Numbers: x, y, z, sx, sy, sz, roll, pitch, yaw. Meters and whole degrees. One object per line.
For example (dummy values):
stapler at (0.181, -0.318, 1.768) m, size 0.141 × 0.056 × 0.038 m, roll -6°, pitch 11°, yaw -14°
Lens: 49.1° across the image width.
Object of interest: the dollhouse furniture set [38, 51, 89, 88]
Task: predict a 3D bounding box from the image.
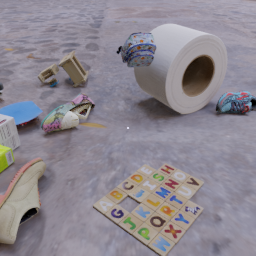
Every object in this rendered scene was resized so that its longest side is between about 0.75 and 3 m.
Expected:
dollhouse furniture set at (-2.725, -2.301, 11.983) m, size 1.632 × 1.150 × 1.144 m, roll -25°, pitch 27°, yaw 15°

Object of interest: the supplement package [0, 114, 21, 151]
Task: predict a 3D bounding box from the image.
supplement package at (-3.777, 0.121, 7.864) m, size 1.190 × 0.927 × 0.660 m, roll 13°, pitch 34°, yaw 21°

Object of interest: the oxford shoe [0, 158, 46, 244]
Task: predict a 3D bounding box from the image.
oxford shoe at (-2.228, 1.506, 5.997) m, size 0.847 × 0.812 × 2.295 m, roll 28°, pitch 32°, yaw -4°

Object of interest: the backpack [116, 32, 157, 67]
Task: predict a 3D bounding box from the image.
backpack at (0.335, -2.339, 8.373) m, size 1.116 × 1.063 × 0.860 m, roll -13°, pitch 71°, yaw -17°

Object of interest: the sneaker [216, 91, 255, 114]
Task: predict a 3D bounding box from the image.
sneaker at (3.861, -0.852, 9.697) m, size 1.752 × 0.695 × 0.837 m, roll -16°, pitch 37°, yaw -23°

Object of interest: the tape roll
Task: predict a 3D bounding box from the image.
tape roll at (1.815, -2.077, 9.743) m, size 2.720 × 2.720 × 1.867 m, roll -18°, pitch 35°, yaw -27°

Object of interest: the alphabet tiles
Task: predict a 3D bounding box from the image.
alphabet tiles at (0.675, 1.577, 6.311) m, size 1.896 × 0.086 × 2.268 m, roll 24°, pitch 39°, yaw 34°

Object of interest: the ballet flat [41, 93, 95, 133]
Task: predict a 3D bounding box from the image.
ballet flat at (-1.782, -0.452, 9.083) m, size 0.811 × 0.788 × 2.280 m, roll 28°, pitch 37°, yaw 12°

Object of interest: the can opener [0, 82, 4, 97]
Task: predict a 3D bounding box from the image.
can opener at (-5.719, -1.021, 9.923) m, size 2.556 × 0.850 × 0.673 m, roll -29°, pitch 42°, yaw -31°

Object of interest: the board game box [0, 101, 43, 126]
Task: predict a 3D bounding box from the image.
board game box at (-3.636, -0.348, 9.232) m, size 1.427 × 0.352 × 1.806 m, roll -24°, pitch 33°, yaw -26°

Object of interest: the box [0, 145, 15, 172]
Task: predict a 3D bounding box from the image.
box at (-4.265, 0.761, 7.204) m, size 2.210 × 0.527 × 1.347 m, roll 13°, pitch 34°, yaw 21°
